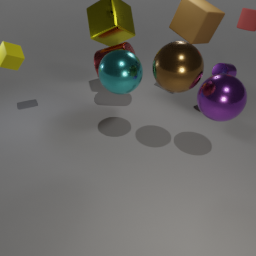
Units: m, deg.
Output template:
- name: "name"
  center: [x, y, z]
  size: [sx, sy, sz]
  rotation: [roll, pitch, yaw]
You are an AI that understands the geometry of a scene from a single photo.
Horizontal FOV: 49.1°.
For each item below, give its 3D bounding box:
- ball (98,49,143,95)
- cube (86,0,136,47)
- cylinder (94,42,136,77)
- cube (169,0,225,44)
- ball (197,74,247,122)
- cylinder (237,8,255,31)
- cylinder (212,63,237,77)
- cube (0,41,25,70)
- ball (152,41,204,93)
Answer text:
- name: "ball"
  center: [-0.230, -1.754, 8.818]
  size: [1.400, 1.400, 1.400]
  rotation: [0, 32, 0]
- name: "cube"
  center: [-0.711, -4.460, 11.806]
  size: [1.400, 1.400, 1.400]
  rotation: [-14, -9, 34]
- name: "cylinder"
  center: [-0.489, -2.727, 11.725]
  size: [1.400, 1.400, 1.400]
  rotation: [-10, 27, 23]
- name: "cube"
  center: [2.882, -4.517, 11.782]
  size: [1.400, 1.400, 1.400]
  rotation: [-18, 55, -42]
- name: "ball"
  center: [2.737, -0.885, 8.217]
  size: [1.400, 1.400, 1.400]
  rotation: [0, 32, 0]
- name: "cylinder"
  center: [4.464, -3.994, 10.319]
  size: [0.700, 0.700, 0.700]
  rotation: [8, 27, -4]
- name: "cylinder"
  center: [3.764, -2.178, 10.950]
  size: [0.700, 0.700, 0.700]
  rotation: [-8, 30, -42]
- name: "cube"
  center: [-4.462, -2.724, 10.631]
  size: [0.700, 0.700, 0.700]
  rotation: [4, 53, -47]
- name: "ball"
  center: [1.377, -1.673, 7.740]
  size: [1.400, 1.400, 1.400]
  rotation: [0, 32, 0]
